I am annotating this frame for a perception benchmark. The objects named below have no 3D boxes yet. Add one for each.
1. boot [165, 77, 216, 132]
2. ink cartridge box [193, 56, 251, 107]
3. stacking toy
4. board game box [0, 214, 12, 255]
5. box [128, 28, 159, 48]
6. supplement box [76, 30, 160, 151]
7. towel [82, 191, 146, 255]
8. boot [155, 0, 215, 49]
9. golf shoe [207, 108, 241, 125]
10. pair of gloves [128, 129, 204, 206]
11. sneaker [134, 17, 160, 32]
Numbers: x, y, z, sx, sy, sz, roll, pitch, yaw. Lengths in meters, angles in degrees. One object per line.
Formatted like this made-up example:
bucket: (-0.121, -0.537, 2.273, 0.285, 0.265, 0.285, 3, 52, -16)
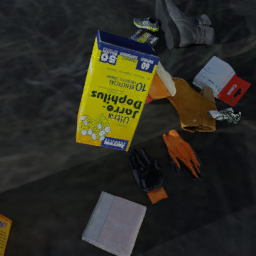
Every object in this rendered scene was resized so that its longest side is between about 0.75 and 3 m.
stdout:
boot: (1.766, -0.731, 9.139, 2.292, 0.807, 1.641, 10, 60, 1)
ink cartridge box: (3.371, -1.677, 9.931, 1.659, 0.392, 1.328, 35, 66, 20)
stacking toy: (0.064, -1.173, 8.525, 2.444, 1.786, 1.786, -33, 62, 11)
board game box: (-4.347, 2.894, 6.155, 2.299, 2.300, 2.298, 3, 60, 2)
box: (0.478, -3.305, 10.946, 0.955, 0.264, 1.193, 34, 65, 18)
supplement box: (-0.366, -0.902, 6.983, 1.370, 2.518, 1.379, 11, 27, -13)
towel: (-0.358, 2.565, 7.560, 1.368, 0.231, 1.433, 19, 62, 10)
boot: (2.259, -4.395, 11.295, 1.894, 1.004, 2.878, -10, 71, -9)
golf shoe: (2.983, -0.460, 8.687, 1.032, 0.487, 0.401, 11, 32, -8)
pair of gloves: (1.125, 1.120, 8.395, 2.062, 0.255, 1.837, -26, 64, -11)
sneaker: (0.767, -4.341, 11.437, 1.129, 0.457, 0.417, 19, 62, 11)
